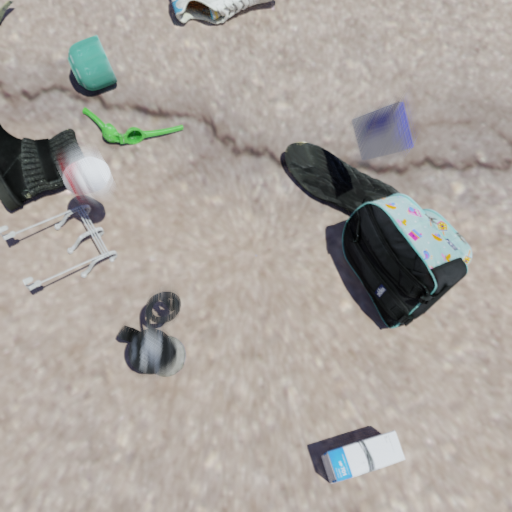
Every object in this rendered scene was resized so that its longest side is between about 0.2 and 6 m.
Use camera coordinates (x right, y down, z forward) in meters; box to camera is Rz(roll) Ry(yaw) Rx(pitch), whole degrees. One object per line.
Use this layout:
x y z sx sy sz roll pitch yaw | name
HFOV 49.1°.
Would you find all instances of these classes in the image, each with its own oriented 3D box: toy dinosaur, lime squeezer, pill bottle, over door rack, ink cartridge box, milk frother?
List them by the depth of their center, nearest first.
1.661 3.174 8.821 1.128 0.826 0.484 -14 67 -6 | ink cartridge box
2.088 -2.002 9.007 0.294 1.499 0.745 -18 99 -16 | ink cartridge box
-2.750 -1.305 9.129 0.558 0.995 0.558 -1 91 -34 | pill bottle
-1.543 1.327 9.358 1.215 1.143 1.096 -40 78 -6 | milk frother
-3.658 -0.151 10.365 1.753 0.584 1.295 -22 67 -32 | over door rack
-2.694 -2.620 11.737 2.226 0.420 0.786 11 35 6 | lime squeezer
-6.414 -4.626 12.404 1.336 0.720 3.032 9 64 -13 | toy dinosaur

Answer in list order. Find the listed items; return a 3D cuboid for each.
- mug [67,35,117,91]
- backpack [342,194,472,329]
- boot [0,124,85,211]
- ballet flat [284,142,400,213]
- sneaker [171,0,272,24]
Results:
-3.544 -4.066 12.051 0.775 1.254 1.030 -24 92 -7 | mug
2.533 -0.058 9.778 1.570 1.801 2.049 -27 68 -29 | backpack
-4.505 -2.216 11.155 1.806 0.909 2.415 -29 80 -5 | boot
1.715 -1.415 11.072 2.708 0.769 0.900 34 114 15 | ballet flat
-0.664 -5.936 12.919 2.560 0.979 1.034 -4 78 2 | sneaker
